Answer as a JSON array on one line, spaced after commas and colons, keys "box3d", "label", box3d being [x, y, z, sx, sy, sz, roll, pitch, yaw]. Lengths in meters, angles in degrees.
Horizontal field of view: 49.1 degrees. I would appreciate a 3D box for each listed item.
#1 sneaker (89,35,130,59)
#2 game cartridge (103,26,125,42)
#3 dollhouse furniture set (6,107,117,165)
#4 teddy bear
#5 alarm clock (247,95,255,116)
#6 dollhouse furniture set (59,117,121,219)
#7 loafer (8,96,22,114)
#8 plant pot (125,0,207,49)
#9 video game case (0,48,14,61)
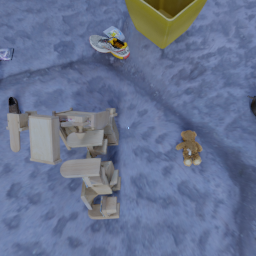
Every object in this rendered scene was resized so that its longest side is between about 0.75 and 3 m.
[{"box3d": [-0.715, -3.336, 10.987, 1.714, 0.704, 0.667, 20, 67, 9], "label": "sneaker"}, {"box3d": [-0.551, -3.819, 11.509, 0.578, 0.175, 0.867, -38, 71, -19], "label": "game cartridge"}, {"box3d": [-1.622, 0.077, 7.389, 1.921, 2.253, 1.100, 6, 102, 23], "label": "dollhouse furniture set"}, {"box3d": [2.065, 0.693, 9.390, 0.876, 0.403, 1.209, -24, 75, -2], "label": "teddy bear"}, {"box3d": [5.080, -0.617, 9.828, 1.182, 0.583, 1.752, -25, 66, -12], "label": "alarm clock"}, {"box3d": [-1.265, 0.958, 8.153, 1.746, 2.464, 2.683, -5, 50, 9], "label": "dollhouse furniture set"}, {"box3d": [-4.076, -0.657, 9.945, 0.404, 0.393, 1.107, -22, 68, -10], "label": "loafer"}, {"box3d": [1.390, -4.585, 10.780, 2.390, 2.108, 2.390, -42, 73, -17], "label": "plant pot"}, {"box3d": [-5.000, -2.935, 11.153, 0.818, 0.078, 0.585, 0, 66, -1], "label": "video game case"}]
